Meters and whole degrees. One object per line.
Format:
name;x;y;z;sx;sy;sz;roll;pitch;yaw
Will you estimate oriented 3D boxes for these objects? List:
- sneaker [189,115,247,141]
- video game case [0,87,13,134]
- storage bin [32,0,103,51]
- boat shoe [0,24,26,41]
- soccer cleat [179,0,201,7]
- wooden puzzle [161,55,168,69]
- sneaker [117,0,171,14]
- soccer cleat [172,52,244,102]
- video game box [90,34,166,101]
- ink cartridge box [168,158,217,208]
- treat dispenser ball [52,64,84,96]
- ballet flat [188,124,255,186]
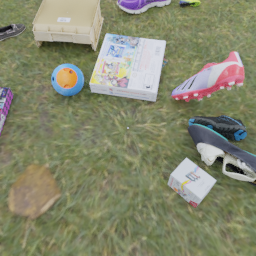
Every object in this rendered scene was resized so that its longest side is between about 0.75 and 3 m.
sneaker;2.974;-0.079;9.405;1.881;0.689;0.770;13;39;3
video game case;-5.568;-0.192;9.454;2.619;0.517;2.889;1;56;1
storage bin;-2.478;-4.451;11.939;2.472;1.158;2.454;5;57;3
boat shoe;-5.226;-4.253;12.216;1.555;0.443;0.520;-33;62;-20
soccer cleat;2.982;-6.072;13.491;1.015;0.328;0.424;-3;63;-1
wooden puzzle;1.272;-2.688;11.401;0.555;0.066;0.936;30;61;18
sneaker;0.772;-6.278;13.142;2.787;1.163;1.124;-22;59;-14
soccer cleat;2.550;-1.586;9.294;0.918;2.753;1.053;4;80;-35
video game box;0.057;-2.391;10.795;2.473;0.635;2.715;11;60;4
ink cartridge box;1.816;1.577;8.119;1.074;0.780;0.777;39;64;23
treat dispenser ball;-2.174;-1.739;10.138;1.144;1.144;1.144;0;56;0
ballet flat;2.936;0.866;8.522;2.813;1.028;1.028;31;61;16
